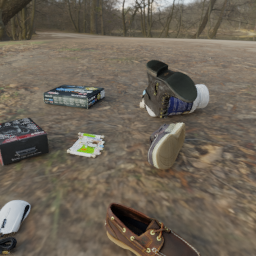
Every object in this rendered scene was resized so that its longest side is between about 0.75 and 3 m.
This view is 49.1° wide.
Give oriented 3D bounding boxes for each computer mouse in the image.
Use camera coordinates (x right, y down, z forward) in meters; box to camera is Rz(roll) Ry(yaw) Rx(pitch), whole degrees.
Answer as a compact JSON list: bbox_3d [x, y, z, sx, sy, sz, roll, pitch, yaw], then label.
[{"bbox_3d":[-2.596,1.987,5.964,0.882,0.353,1.608,-1,23,1],"label":"computer mouse"}]

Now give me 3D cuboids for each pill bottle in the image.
[{"bbox_3d":[2.198,-1.323,12.468,2.591,1.439,1.439,-6,24,-15],"label":"pill bottle"}]

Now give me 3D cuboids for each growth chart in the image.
[{"bbox_3d":[-1.375,0.572,9.637,1.158,0.142,1.600,4,24,8],"label":"growth chart"}]

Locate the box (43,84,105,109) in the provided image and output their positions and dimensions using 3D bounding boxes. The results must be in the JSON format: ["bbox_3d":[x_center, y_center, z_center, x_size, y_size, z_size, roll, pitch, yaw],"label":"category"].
[{"bbox_3d":[-2.720,-1.668,14.376,2.509,0.577,1.994,8,24,18],"label":"box"}]

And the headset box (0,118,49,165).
[{"bbox_3d":[-3.606,0.398,9.212,1.482,0.769,1.992,-16,28,-33],"label":"headset box"}]

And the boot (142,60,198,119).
[{"bbox_3d":[1.382,-1.087,9.925,0.833,2.095,2.406,-29,55,-22],"label":"boot"}]

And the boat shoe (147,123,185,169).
[{"bbox_3d":[1.108,0.490,8.835,0.906,1.005,2.795,2,20,25],"label":"boat shoe"}]

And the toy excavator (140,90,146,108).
[{"bbox_3d":[0.932,-1.489,13.786,0.615,1.197,1.231,10,-3,22],"label":"toy excavator"}]

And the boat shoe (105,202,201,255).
[{"bbox_3d":[0.407,2.071,5.305,2.073,0.729,0.730,15,24,29],"label":"boat shoe"}]
